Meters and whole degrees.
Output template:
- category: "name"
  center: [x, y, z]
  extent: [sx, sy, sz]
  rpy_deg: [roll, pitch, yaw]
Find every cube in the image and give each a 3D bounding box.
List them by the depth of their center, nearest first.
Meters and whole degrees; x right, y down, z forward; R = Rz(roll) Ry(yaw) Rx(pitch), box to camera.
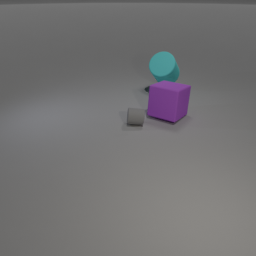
- category: "cube"
  center: [1.844, -1.239, 12.596]
  extent: [1.400, 1.400, 1.400]
  rpy_deg: [17, 26, 29]

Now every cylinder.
- category: "cylinder"
  center: [0.331, -0.498, 12.030]
  extent: [0.700, 0.700, 0.700]
  rpy_deg: [4, 27, -3]
- category: "cylinder"
  center: [1.978, -3.182, 15.106]
  extent: [1.400, 1.400, 1.400]
  rpy_deg: [12, -7, 22]
